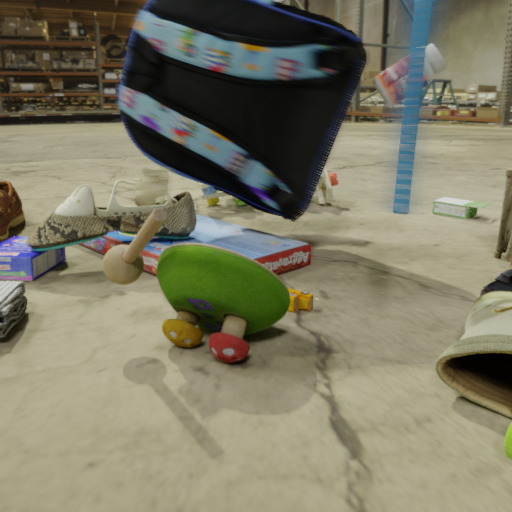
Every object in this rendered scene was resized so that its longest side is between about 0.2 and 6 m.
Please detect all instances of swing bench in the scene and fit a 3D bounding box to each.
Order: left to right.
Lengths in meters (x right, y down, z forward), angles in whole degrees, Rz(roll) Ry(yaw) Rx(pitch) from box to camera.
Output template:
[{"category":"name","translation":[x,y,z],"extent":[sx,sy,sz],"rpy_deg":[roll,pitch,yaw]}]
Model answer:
[{"category":"swing bench","translation":[4.717,-0.622,9.538],"extent":[1.053,1.615,1.624],"rpy_deg":[2,17,7]}]

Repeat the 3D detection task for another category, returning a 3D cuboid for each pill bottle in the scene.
[{"category":"pill bottle","translation":[2.461,-2.900,9.002],"extent":[1.040,0.570,0.570],"rpy_deg":[-31,10,16]}]

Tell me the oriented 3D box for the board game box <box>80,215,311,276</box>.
[{"category":"board game box","translation":[-1.445,-0.275,10.408],"extent":[2.330,0.440,4.527],"rpy_deg":[-14,22,-42]}]

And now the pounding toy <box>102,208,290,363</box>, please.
[{"category":"pounding toy","translation":[-0.708,0.587,6.444],"extent":[2.154,0.999,1.662],"rpy_deg":[30,-30,-22]}]

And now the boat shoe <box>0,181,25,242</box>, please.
[{"category":"boat shoe","translation":[-5.533,-0.879,11.428],"extent":[1.060,0.995,2.946],"rpy_deg":[-2,17,-7]}]

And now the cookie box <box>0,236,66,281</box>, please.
[{"category":"cookie box","translation":[-3.922,0.031,9.412],"extent":[0.985,0.433,1.152],"rpy_deg":[3,17,9]}]

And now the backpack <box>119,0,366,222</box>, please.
[{"category":"backpack","translation":[-0.301,-2.822,9.822],"extent":[3.748,3.421,2.521],"rpy_deg":[21,26,3]}]

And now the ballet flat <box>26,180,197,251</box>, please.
[{"category":"ballet flat","translation":[-2.399,-0.744,9.389],"extent":[2.811,1.058,0.953],"rpy_deg":[-6,19,-17]}]

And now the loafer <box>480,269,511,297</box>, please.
[{"category":"loafer","translation":[4.206,0.272,8.011],"extent":[2.503,0.788,0.900],"rpy_deg":[-7,18,-23]}]

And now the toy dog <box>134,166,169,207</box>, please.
[{"category":"toy dog","translation":[-1.236,-0.768,6.597],"extent":[0.341,0.474,0.488],"rpy_deg":[-25,-8,-46]}]

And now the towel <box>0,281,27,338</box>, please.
[{"category":"towel","translation":[-3.553,0.718,7.066],"extent":[1.022,0.528,1.235],"rpy_deg":[0,15,-7]}]

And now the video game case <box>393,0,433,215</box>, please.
[{"category":"video game case","translation":[1.789,-1.678,6.444],"extent":[0.192,2.155,1.542],"rpy_deg":[6,17,13]}]

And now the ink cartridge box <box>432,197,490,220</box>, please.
[{"category":"ink cartridge box","translation":[4.881,-1.117,13.329],"extent":[1.170,0.347,0.607],"rpy_deg":[15,23,41]}]

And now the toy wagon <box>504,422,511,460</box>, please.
[{"category":"toy wagon","translation":[3.448,1.547,4.234],"extent":[2.806,0.555,2.177],"rpy_deg":[-12,21,-34]}]

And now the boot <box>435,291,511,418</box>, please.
[{"category":"boot","translation":[3.178,0.995,5.538],"extent":[2.393,0.863,1.851],"rpy_deg":[4,16,34]}]

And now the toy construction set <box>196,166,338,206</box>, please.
[{"category":"toy construction set","translation":[0.303,-2.289,14.643],"extent":[3.618,1.667,2.372],"rpy_deg":[0,28,-1]}]

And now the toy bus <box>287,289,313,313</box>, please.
[{"category":"toy bus","translation":[0.412,0.603,7.859],"extent":[0.764,0.249,0.299],"rpy_deg":[12,21,34]}]
